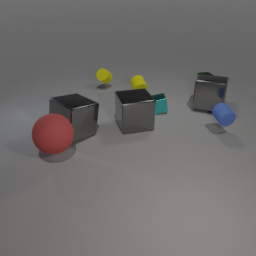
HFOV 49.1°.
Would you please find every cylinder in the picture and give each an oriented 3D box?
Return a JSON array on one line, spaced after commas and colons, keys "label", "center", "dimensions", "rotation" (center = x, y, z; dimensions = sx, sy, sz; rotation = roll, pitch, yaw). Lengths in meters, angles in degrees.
[{"label": "cylinder", "center": [-1.324, -2.903, 15.673], "dimensions": [0.700, 0.700, 0.700], "rotation": [11, -1, 19]}, {"label": "cylinder", "center": [3.840, -0.541, 11.239], "dimensions": [0.700, 0.700, 0.700], "rotation": [-7, 41, -11]}, {"label": "cylinder", "center": [0.555, -2.228, 14.383], "dimensions": [0.700, 0.700, 0.700], "rotation": [-9, 52, -15]}]

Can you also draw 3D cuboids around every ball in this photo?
[{"label": "ball", "center": [-2.571, 0.204, 9.617], "dimensions": [1.400, 1.400, 1.400], "rotation": [0, 29, 0]}]

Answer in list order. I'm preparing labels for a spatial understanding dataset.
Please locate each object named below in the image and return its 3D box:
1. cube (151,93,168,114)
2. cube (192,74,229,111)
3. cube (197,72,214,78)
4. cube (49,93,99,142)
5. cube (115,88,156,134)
[{"label": "cube", "center": [1.465, -1.157, 13.314], "dimensions": [0.700, 0.700, 0.700], "rotation": [-11, 30, 3]}, {"label": "cube", "center": [3.972, -1.697, 13.484], "dimensions": [1.400, 1.400, 1.400], "rotation": [10, 25, 19]}, {"label": "cube", "center": [4.510, -2.819, 16.377], "dimensions": [0.700, 0.700, 0.700], "rotation": [-8, 30, -14]}, {"label": "cube", "center": [-2.175, -0.449, 11.196], "dimensions": [1.400, 1.400, 1.400], "rotation": [26, 29, 33]}, {"label": "cube", "center": [0.276, -0.744, 11.965], "dimensions": [1.400, 1.400, 1.400], "rotation": [-7, 31, -13]}]
